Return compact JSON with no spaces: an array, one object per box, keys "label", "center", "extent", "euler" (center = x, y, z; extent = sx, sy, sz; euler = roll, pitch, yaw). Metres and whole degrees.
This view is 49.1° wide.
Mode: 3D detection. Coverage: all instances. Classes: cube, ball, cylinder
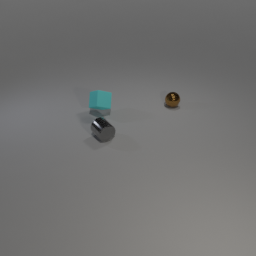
[{"label":"cube","center":[-1.186,-1.183,11.945],"extent":[0.700,0.700,0.700],"euler":[6,-4,-37]},{"label":"ball","center":[2.039,-1.299,12.800],"extent":[0.700,0.700,0.700],"euler":[0,31,0]},{"label":"cylinder","center":[-0.940,0.053,10.540],"extent":[0.700,0.700,0.700],"euler":[-20,42,-29]}]
